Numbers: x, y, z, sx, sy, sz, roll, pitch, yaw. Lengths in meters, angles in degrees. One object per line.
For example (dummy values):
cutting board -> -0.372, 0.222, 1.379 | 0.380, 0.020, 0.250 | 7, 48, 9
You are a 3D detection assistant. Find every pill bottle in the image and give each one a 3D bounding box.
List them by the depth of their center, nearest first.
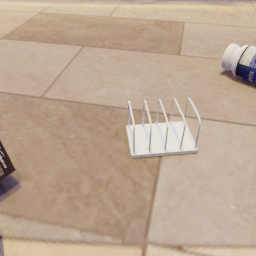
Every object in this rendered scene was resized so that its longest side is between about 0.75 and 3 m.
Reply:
pill bottle -> 4.588, -2.338, 10.266 | 2.066, 1.195, 1.195 | 30, 49, 32

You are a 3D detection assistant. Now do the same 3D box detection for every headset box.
headset box -> -4.155, 1.018, 6.072 | 1.915, 0.994, 2.573 | 14, 40, 42

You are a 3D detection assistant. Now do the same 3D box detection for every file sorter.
file sorter -> 0.924, -0.072, 7.616 | 1.820, 1.133, 1.263 | -4, 40, -5
